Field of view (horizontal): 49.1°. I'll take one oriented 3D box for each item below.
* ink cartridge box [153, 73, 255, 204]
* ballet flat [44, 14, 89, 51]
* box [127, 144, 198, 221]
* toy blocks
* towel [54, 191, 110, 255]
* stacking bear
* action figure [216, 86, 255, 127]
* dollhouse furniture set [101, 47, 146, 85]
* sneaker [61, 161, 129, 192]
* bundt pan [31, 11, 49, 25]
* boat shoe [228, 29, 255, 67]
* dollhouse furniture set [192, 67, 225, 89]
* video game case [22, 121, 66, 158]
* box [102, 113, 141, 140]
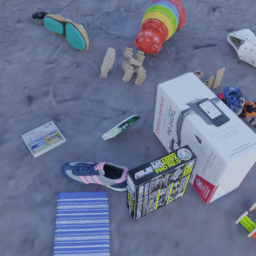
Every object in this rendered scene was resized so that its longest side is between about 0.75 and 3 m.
[{"bbox_3d":[1.930,0.220,7.655,1.209,2.105,2.899,-22,54,-17],"label":"ink cartridge box"},{"bbox_3d":[-2.468,-4.296,12.152,2.981,1.023,0.940,37,48,26],"label":"ballet flat"},{"bbox_3d":[0.754,1.388,6.796,1.580,1.972,0.436,-22,55,-16],"label":"box"},{"bbox_3d":[3.424,2.486,6.881,0.998,0.435,1.197,-30,57,-23],"label":"toy blocks"},{"bbox_3d":[-1.152,2.467,7.087,1.345,0.221,1.857,-2,52,-4],"label":"towel"},{"bbox_3d":[1.226,-4.204,11.781,1.716,1.607,2.826,18,58,15],"label":"stacking bear"},{"bbox_3d":[3.561,-0.487,8.896,2.220,1.200,2.295,13,27,17],"label":"action figure"},{"bbox_3d":[-0.178,-2.303,10.747,1.526,0.993,1.402,13,49,-17],"label":"dollhouse furniture set"},{"bbox_3d":[-0.900,1.155,7.710,2.053,0.842,0.720,7,51,6],"label":"sneaker"},{"bbox_3d":[-4.144,-5.209,13.298,0.876,0.329,0.876,0,51,0],"label":"bundt pan"},{"bbox_3d":[4.818,-2.997,11.105,0.973,0.994,2.807,-9,42,-7],"label":"boat shoe"},{"bbox_3d":[2.766,-1.973,10.300,0.968,0.829,1.017,-28,56,-21],"label":"dollhouse furniture set"},{"bbox_3d":[-2.663,0.333,8.865,1.078,0.119,0.981,-29,56,-22],"label":"video game case"},{"bbox_3d":[-0.217,-0.032,8.739,1.133,0.818,0.206,-36,96,-25],"label":"box"}]
